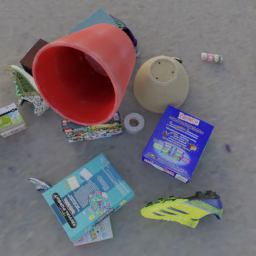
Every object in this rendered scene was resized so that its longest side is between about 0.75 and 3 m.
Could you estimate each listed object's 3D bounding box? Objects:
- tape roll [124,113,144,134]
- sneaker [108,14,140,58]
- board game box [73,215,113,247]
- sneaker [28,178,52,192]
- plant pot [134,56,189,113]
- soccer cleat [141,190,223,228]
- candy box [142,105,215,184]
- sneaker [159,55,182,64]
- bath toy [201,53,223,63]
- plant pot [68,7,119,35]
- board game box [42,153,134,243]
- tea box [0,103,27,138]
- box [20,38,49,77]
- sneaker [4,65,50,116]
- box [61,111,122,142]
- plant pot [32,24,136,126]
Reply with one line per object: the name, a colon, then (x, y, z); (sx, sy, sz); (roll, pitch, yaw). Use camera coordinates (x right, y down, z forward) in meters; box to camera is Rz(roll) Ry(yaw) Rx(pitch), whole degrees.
tape roll: (0.237, -0.183, 10.915); (0.795, 0.263, 0.795); (0, 68, -1)
sneaker: (-0.297, -4.225, 12.047); (0.970, 1.141, 2.607); (-32, 72, -12)
board game box: (-1.241, 3.348, 9.504); (1.332, 0.269, 1.019); (-10, 69, -4)
sneaker: (-3.203, 2.043, 10.003); (0.868, 0.334, 0.370); (21, 74, 8)
plant pot: (1.295, -1.865, 10.772); (2.242, 1.505, 2.242); (-1, 75, 4)
soccer cleat: (1.827, 2.839, 9.403); (2.753, 0.890, 1.152); (-9, 84, 0)
candy box: (1.828, 0.572, 10.288); (1.900, 0.865, 2.247); (27, 72, 12)
sneaker: (1.745, -2.688, 11.888); (1.033, 0.391, 0.597); (13, 74, 16)
bath toy: (3.583, -3.006, 12.026); (0.883, 0.326, 0.384); (9, 24, 2)
plant pot: (-1.070, -3.307, 11.410); (1.825, 1.787, 1.792); (44, 75, 9)
board game box: (-1.330, 2.293, 9.547); (2.470, 0.580, 1.865); (-34, 63, -17)
tea box: (-4.509, -0.281, 10.621); (0.940, 0.628, 0.924); (-27, 78, -15)
box: (-2.782, -2.335, 11.381); (2.759, 1.034, 1.381); (30, 71, 9)
sneaker: (-4.102, -1.494, 11.097); (2.732, 1.050, 1.210); (37, 80, 16)
box: (-1.267, -0.007, 10.229); (2.054, 1.403, 0.387); (-8, 69, -3)
plant pot: (-1.162, -1.984, 9.274); (2.960, 2.960, 2.619); (22, 46, 9)
